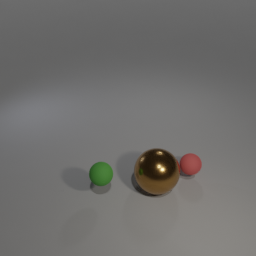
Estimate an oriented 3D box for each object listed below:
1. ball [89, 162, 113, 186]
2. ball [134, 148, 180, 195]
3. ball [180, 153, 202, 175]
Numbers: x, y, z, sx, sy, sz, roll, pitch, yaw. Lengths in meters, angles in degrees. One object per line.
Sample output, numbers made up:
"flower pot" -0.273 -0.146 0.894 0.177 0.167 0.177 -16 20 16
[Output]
"ball" -0.779 1.328 8.107 0.700 0.700 0.700 0 32 0
"ball" 0.881 1.312 8.522 1.400 1.400 1.400 0 32 0
"ball" 2.011 1.162 8.999 0.700 0.700 0.700 0 32 0
